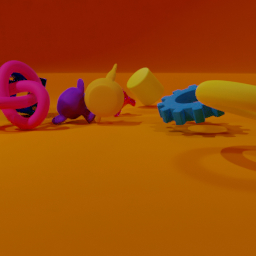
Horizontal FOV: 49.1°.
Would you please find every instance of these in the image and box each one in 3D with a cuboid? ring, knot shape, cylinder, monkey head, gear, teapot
[{"bbox_3d":[2.045,-0.399,4.690,1.837,0.367,1.837,16,4,-1],"label":"ring"},{"bbox_3d":[-2.881,-0.787,7.437,1.853,0.915,1.981,36,56,13],"label":"knot shape"},{"bbox_3d":[0.719,-1.683,11.501,1.126,1.126,1.126,44,-11,-28],"label":"cylinder"},{"bbox_3d":[-1.512,-0.621,8.210,1.095,1.522,0.917,37,5,28],"label":"monkey head"},{"bbox_3d":[-0.204,-0.880,9.566,0.819,1.138,0.686,26,-45,-26],"label":"monkey head"},{"bbox_3d":[1.769,-0.681,7.304,1.961,0.363,1.961,-16,21,6],"label":"gear"},{"bbox_3d":[-0.632,-0.950,8.009,1.115,1.793,0.878,19,18,-2],"label":"teapot"}]

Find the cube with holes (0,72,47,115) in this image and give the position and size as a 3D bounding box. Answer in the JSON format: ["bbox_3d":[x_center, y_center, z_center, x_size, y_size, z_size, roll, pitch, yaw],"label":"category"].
[{"bbox_3d":[-3.459,-1.121,9.168,1.198,1.198,1.198,10,2,-26],"label":"cube with holes"}]
